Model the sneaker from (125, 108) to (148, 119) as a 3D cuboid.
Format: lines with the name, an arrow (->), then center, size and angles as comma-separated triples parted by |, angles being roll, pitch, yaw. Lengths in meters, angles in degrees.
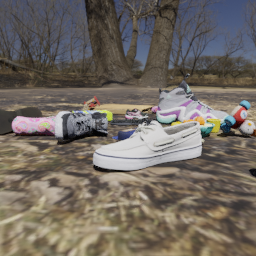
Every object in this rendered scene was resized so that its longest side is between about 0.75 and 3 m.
sneaker -> 0.431, -0.699, 13.182 | 1.134, 0.489, 0.455 | -2, 12, -13

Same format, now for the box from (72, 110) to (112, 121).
box -> -1.699, -0.522, 12.415 | 1.788, 0.426, 1.090 | -3, 10, -20

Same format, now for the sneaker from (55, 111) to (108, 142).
sneaker -> -1.342, -0.114, 8.784 | 1.333, 0.884, 2.343 | -1, 8, 9

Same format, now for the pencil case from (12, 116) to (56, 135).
pencil case -> -2.975, -0.078, 9.294 | 1.575, 0.689, 0.689 | 0, 10, 4

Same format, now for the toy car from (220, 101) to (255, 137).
toy car -> 3.709, -0.129, 8.908 | 0.966, 0.927, 1.048 | -42, 68, -18

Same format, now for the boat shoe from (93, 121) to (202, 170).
boat shoe -> 0.548, 0.307, 6.384 | 2.830, 0.930, 1.018 | -5, 11, -24

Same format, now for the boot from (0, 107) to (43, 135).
boot -> -4.453, -0.165, 9.840 | 2.693, 0.991, 1.016 | -7, -10, -42

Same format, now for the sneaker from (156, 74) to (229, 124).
sneaker -> 2.583, -1.154, 11.311 | 2.916, 2.039, 1.133 | 3, 11, 16

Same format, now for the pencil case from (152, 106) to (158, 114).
pencil case -> 1.650, -0.895, 14.522 | 0.413, 0.413, 0.944 | -7, 12, -35

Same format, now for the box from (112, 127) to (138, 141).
box -> 0.561, 0.232, 8.590 | 1.973, 0.320, 1.195 | 8, 13, 42

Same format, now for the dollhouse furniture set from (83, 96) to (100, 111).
dollhouse furniture set -> -1.980, -1.165, 15.292 | 0.735, 0.555, 1.366 | -27, 26, 7

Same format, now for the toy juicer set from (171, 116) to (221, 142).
toy juicer set -> 2.080, -0.077, 9.285 | 1.541, 0.659, 2.422 | 6, 12, 29

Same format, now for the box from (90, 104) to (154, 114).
box -> -0.268, -1.056, 15.611 | 2.965, 0.315, 2.424 | 3, 10, 20

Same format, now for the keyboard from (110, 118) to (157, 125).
keyboard -> 0.251, -0.284, 11.763 | 1.905, 0.196, 1.211 | 1, 10, 2
